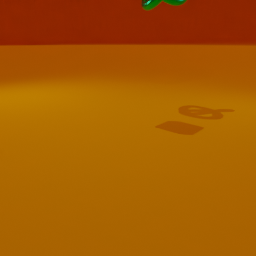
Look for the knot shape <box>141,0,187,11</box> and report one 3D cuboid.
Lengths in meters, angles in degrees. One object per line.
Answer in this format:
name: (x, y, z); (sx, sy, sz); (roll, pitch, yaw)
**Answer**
knot shape: (1.184, -4.541, 9.126); (1.784, 0.881, 1.906); (-13, 48, -11)
